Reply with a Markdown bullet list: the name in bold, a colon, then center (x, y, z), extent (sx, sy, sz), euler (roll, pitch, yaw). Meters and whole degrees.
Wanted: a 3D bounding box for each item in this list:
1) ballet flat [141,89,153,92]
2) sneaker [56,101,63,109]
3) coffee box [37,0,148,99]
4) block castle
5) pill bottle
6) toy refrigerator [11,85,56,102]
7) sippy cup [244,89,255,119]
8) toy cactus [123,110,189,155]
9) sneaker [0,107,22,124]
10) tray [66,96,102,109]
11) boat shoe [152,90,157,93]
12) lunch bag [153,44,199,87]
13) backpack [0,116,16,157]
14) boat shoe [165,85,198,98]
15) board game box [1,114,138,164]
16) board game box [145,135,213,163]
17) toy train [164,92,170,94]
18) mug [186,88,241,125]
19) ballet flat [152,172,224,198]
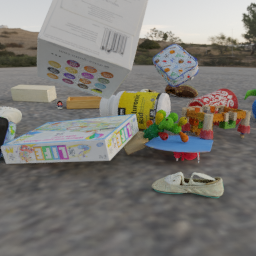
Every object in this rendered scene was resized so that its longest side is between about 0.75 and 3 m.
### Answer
- **ballet flat**: center (0.734, -1.346, 13.342), extent (0.999, 0.925, 2.832), euler (-15, 11, 13)
- **sneaker**: center (-3.419, -1.204, 14.020), extent (0.325, 0.366, 0.866), euler (-6, 16, -20)
- **coffee box**: center (-0.891, -2.087, 6.576), extent (1.929, 1.932, 1.910), euler (17, -18, -14)
- **block castle**: center (2.762, -0.125, 9.010), extent (2.093, 0.982, 1.399), euler (-6, 17, -31)
- **pill bottle**: center (0.247, -0.672, 10.344), extent (2.429, 1.352, 1.352), euler (5, 17, 22)
- **toy refrigerator**: center (-5.325, -1.926, 15.847), extent (2.317, 0.811, 0.880), euler (4, 23, 15)
- **sippy cup**: center (5.767, -0.904, 11.113), extent (1.512, 1.620, 2.064), euler (-25, 8, -35)
- **toy cactus**: center (0.695, 0.209, 7.878), extent (1.779, 1.103, 2.156), euler (-32, 8, -7)
- **sneaker**: center (-4.606, -0.105, 9.538), extent (0.967, 0.897, 2.387), euler (28, 28, 27)
- **tray**: center (-1.819, -1.308, 14.262), extent (2.469, 0.457, 1.218), euler (-1, 15, -7)
- **boat shoe**: center (1.516, -1.951, 16.392), extent (1.584, 0.511, 0.564), euler (-6, 17, -22)
- **lunch bag**: center (1.723, -2.229, 9.959), extent (1.270, 0.599, 1.585), euler (-32, 56, -3)
- **backpack**: center (-3.723, 0.223, 7.540), extent (1.343, 1.229, 0.987), euler (12, -2, 41)
- **boat shoe**: center (3.239, -2.215, 17.158), extent (2.218, 0.798, 0.749), euler (24, 61, 40)
- **board game box**: center (-1.454, 0.265, 7.378), extent (2.983, 0.511, 2.005), euler (-4, 17, 23)
- **board game box**: center (1.422, 0.588, 7.656), extent (1.662, 0.409, 2.103), euler (4, 9, 19)
- **toy train**: center (2.290, -2.167, 17.763), extent (0.256, 0.191, 1.117), euler (9, 17, 41)
- **mug**: center (3.429, -0.783, 11.014), extent (1.888, 1.259, 1.676), euler (-16, 20, -35)
- **ballet flat**: center (1.204, 1.097, 5.711), extent (1.426, 0.445, 0.481), euler (3, 18, 11)
